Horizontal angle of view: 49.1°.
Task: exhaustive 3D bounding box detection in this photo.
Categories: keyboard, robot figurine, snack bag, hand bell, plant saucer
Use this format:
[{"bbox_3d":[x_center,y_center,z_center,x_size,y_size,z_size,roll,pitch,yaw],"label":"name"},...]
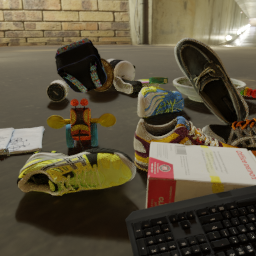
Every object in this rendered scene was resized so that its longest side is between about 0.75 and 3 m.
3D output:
[{"bbox_3d":[1.460,1.260,3.275,2.817,0.558,1.466,-11,45,-7],"label":"keyboard"},{"bbox_3d":[-0.556,-2.877,14.518,1.303,1.569,2.089,30,-5,-42],"label":"robot figurine"},{"bbox_3d":[-3.110,0.310,7.329,1.782,0.191,1.680,-5,20,-13],"label":"snack bag"},{"bbox_3d":[-2.165,-2.545,14.169,1.544,1.544,2.966,-15,12,-36],"label":"hand bell"},{"bbox_3d":[3.339,-1.592,11.730,2.940,0.738,2.940,0,19,0],"label":"plant saucer"}]

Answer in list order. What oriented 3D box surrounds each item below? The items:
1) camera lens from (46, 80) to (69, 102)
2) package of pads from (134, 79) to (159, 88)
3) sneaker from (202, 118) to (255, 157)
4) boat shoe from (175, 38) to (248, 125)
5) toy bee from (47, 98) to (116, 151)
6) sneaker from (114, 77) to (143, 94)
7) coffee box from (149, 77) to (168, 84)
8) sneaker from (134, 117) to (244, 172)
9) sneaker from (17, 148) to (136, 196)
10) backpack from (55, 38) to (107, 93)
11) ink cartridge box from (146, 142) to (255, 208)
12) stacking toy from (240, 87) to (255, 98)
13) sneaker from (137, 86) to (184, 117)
[{"bbox_3d":[-2.884,-1.540,11.521,0.787,0.787,0.984,-1,19,-3],"label":"camera lens"},{"bbox_3d":[0.886,-2.154,13.797,1.108,0.378,0.856,-3,20,-8],"label":"package of pads"},{"bbox_3d":[3.106,0.138,6.603,2.665,1.029,1.043,8,23,26],"label":"sneaker"},{"bbox_3d":[2.300,-1.325,7.715,2.935,1.058,1.041,52,27,7],"label":"boat shoe"},{"bbox_3d":[-1.047,-0.134,6.890,1.631,1.354,2.491,-9,21,-26],"label":"toy bee"},{"bbox_3d":[0.027,-2.028,13.211,0.866,0.617,1.746,-11,28,-32],"label":"sneaker"},{"bbox_3d":[1.136,-1.785,10.559,0.622,0.222,1.011,2,7,-1],"label":"coffee box"},{"bbox_3d":[1.370,0.352,5.828,2.508,1.130,0.940,1,20,3],"label":"sneaker"},{"bbox_3d":[-0.933,0.895,5.049,2.184,0.823,0.834,-6,25,14],"label":"sneaker"},{"bbox_3d":[-1.198,-1.577,7.519,1.176,1.288,0.866,-21,61,6],"label":"backpack"},{"bbox_3d":[1.265,0.894,4.832,1.842,0.768,1.337,3,21,6],"label":"ink cartridge box"},{"bbox_3d":[5.056,-1.616,12.206,1.296,0.553,0.553,22,29,37],"label":"stacking toy"},{"bbox_3d":[1.203,-0.942,9.601,1.371,0.988,2.610,7,20,16],"label":"sneaker"}]
